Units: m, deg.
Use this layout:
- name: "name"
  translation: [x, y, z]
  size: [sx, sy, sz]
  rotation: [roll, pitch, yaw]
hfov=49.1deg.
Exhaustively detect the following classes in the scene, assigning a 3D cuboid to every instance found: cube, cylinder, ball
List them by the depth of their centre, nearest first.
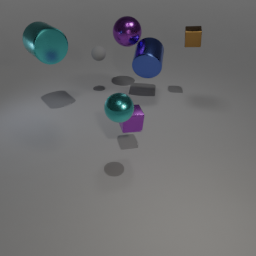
- name: "ball"
  translation: [-0.208, -0.472, 6.531]
  size: [0.700, 0.700, 0.700]
  rotation: [0, 31, 0]
- name: "cube"
  translation: [0.104, -0.325, 9.614]
  size: [0.700, 0.700, 0.700]
  rotation: [-4, 36, -14]
- name: "cylinder"
  translation: [-3.307, -3.406, 11.186]
  size: [1.400, 1.400, 1.400]
  rotation: [-19, 37, -29]
- name: "cube"
  translation: [2.863, -4.024, 12.328]
  size: [0.700, 0.700, 0.700]
  rotation: [2, 39, 11]
- name: "ball"
  translation: [-1.398, -3.544, 13.331]
  size: [0.700, 0.700, 0.700]
  rotation: [0, 31, 0]
- name: "cylinder"
  translation: [0.973, -3.348, 13.395]
  size: [1.400, 1.400, 1.400]
  rotation: [5, 51, 8]
- name: "ball"
  translation: [-0.039, -4.638, 13.485]
  size: [1.400, 1.400, 1.400]
  rotation: [0, 31, 0]
